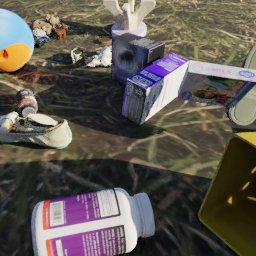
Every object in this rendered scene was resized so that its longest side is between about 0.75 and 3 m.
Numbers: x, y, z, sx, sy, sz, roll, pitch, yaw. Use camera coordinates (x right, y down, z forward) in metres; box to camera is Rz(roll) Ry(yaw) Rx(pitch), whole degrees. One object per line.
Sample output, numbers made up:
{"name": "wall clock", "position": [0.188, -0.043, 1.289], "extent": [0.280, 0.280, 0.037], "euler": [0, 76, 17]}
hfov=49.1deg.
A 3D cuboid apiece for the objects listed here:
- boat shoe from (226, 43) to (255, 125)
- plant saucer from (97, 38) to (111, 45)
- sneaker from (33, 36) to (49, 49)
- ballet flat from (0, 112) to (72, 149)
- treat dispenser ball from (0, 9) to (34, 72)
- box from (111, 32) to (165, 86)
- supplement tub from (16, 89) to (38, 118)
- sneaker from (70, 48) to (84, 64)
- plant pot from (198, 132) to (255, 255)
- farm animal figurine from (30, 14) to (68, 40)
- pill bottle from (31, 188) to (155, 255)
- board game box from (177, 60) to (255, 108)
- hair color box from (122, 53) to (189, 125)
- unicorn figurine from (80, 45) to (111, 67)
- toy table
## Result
{"name": "boat shoe", "position": [3.266, -1.343, 7.272], "extent": [0.924, 2.593, 0.781], "euler": [24, 8, -1]}
{"name": "plant saucer", "position": [-1.185, -4.493, 14.448], "extent": [0.823, 0.142, 0.823], "euler": [-1, 37, 1]}
{"name": "sneaker", "position": [-4.332, -4.196, 13.860], "extent": [0.483, 0.435, 1.240], "euler": [33, 50, 25]}
{"name": "ballet flat", "position": [-2.944, -0.069, 7.924], "extent": [2.830, 0.882, 0.954], "euler": [5, 37, 7]}
{"name": "treat dispenser ball", "position": [-5.037, -3.458, 11.187], "extent": [2.420, 2.420, 2.420], "euler": [0, 37, 0]}
{"name": "box", "position": [0.304, -2.385, 10.262], "extent": [1.693, 1.707, 1.052], "euler": [27, 42, 30]}
{"name": "supplement tub", "position": [-3.288, -0.772, 9.092], "extent": [0.616, 0.616, 1.152], "euler": [-14, 39, -17]}
{"name": "sneaker", "position": [-2.256, -3.302, 12.574], "extent": [0.549, 0.475, 1.325], "euler": [0, 37, 1]}
{"name": "plant pot", "position": [2.994, 1.311, 5.275], "extent": [1.894, 2.147, 2.147], "euler": [-13, 37, -37]}
{"name": "farm animal figurine", "position": [-4.242, -5.563, 15.071], "extent": [2.063, 1.087, 2.086], "euler": [-14, 39, -18]}
{"name": "pill bottle", "position": [-0.622, 1.789, 5.193], "extent": [2.094, 1.178, 1.178], "euler": [-7, 38, -11]}
{"name": "board game box", "position": [1.573, -0.766, 5.151], "extent": [1.165, 1.168, 0.240], "euler": [9, 73, 4]}
{"name": "hair color box", "position": [0.934, -1.332, 9.126], "extent": [0.821, 1.385, 2.534], "euler": [31, 45, 22]}
{"name": "unicorn figurine", "position": [-0.947, -3.098, 12.144], "extent": [1.585, 0.852, 2.308], "euler": [-6, 22, 8]}
{"name": "toy table", "position": [0.032, -6.030, 15.163], "extent": [2.758, 1.757, 3.000], "euler": [-3, 38, -3]}
